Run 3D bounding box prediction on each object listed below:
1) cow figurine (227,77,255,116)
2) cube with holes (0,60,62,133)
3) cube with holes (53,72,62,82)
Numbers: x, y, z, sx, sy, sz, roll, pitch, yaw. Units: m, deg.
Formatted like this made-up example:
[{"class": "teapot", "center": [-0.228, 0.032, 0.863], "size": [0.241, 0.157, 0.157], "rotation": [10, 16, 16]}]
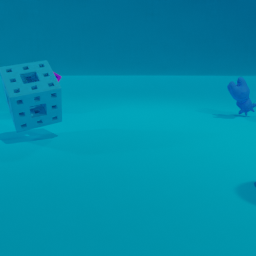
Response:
[{"class": "cow figurine", "center": [3.735, -1.000, 9.113], "size": [0.674, 1.209, 1.229], "rotation": [-28, -6, 16]}, {"class": "cube with holes", "center": [-2.118, -0.712, 6.187], "size": [1.016, 1.016, 1.016], "rotation": [-16, 53, -24]}, {"class": "cube with holes", "center": [-3.019, -1.459, 9.683], "size": [0.919, 0.919, 0.919], "rotation": [30, -36, -17]}]
